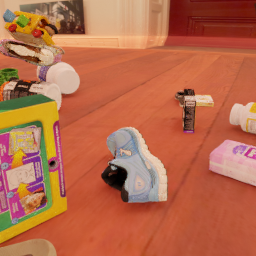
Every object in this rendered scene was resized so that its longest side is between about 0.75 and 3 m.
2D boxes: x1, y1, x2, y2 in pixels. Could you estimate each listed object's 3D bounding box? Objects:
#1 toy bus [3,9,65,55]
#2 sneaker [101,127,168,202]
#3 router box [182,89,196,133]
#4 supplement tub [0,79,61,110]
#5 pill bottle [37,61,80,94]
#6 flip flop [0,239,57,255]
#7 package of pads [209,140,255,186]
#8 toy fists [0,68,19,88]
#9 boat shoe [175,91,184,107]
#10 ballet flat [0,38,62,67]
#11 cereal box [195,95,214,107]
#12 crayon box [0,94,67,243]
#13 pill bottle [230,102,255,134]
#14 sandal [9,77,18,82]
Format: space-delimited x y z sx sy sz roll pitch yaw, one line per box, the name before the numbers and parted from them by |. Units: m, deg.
toy bus | -3.311 -3.584 10.324 2.270 1.173 2.142 31 -17 -24
sneaker | -0.107 0.777 6.573 1.209 1.053 2.688 -11 24 -17
router box | 2.117 -0.634 9.764 0.393 1.149 1.540 2 23 9
supplement tub | -3.822 -1.216 10.954 2.123 1.300 1.300 8 24 16
pill bottle | -3.419 -2.527 13.831 1.519 1.519 2.537 -14 26 -29
flip flop | -2.433 2.055 3.694 2.949 0.849 1.196 -11 25 -25
package of pads | 2.951 0.869 6.818 1.704 0.645 1.027 17 31 36
toy fists | -5.366 -1.731 12.214 0.894 1.326 2.601 7 23 -2
boat shoe | 2.457 -1.427 12.506 0.587 0.500 1.756 0 23 0
ballet flat | -3.023 -2.355 8.907 2.035 0.703 0.724 7 15 -35
cereal box | 3.306 -1.220 12.372 0.791 0.217 1.099 3 23 7
crayon box | -2.174 0.767 4.830 2.033 2.356 0.687 -18 29 -38
pill bottle | 4.323 -0.281 9.119 1.779 0.997 0.997 17 28 36
sandal | -4.397 -1.666 12.154 1.732 0.390 0.650 40 38 -5
